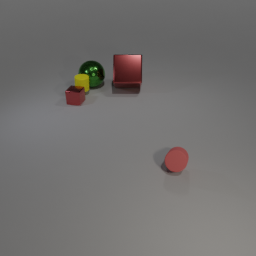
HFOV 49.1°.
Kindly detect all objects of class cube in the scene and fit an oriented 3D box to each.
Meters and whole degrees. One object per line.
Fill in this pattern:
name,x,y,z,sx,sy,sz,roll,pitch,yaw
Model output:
cube,-2.475,-1.531,13.213,0.700,0.700,0.700,7,33,11
cube,-0.010,-2.827,14.143,1.400,1.400,1.400,0,-2,1

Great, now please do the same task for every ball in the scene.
ball,-1.894,-2.817,14.632,1.400,1.400,1.400,0,32,0

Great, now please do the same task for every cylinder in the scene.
cylinder,-2.278,-2.218,13.846,0.700,0.700,0.700,2,33,-2
cylinder,1.566,0.993,8.962,0.700,0.700,0.700,9,8,15
